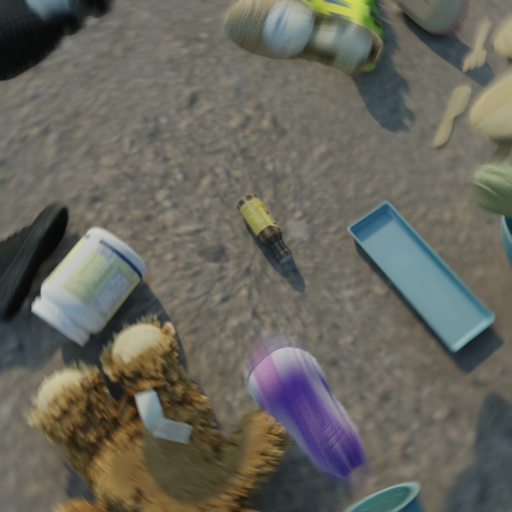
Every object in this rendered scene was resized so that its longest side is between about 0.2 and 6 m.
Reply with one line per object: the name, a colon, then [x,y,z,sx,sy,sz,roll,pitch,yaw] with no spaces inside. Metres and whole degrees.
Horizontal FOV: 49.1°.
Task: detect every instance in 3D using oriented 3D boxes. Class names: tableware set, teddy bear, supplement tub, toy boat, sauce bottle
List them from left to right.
supplement tub: [-2.399,0.444,8.071,1.042,1.042,1.437,31,71,12]
teddy bear: [-1.073,2.776,7.047,4.365,1.457,3.164,32,59,18]
sauce bottle: [0.146,-0.422,8.809,0.392,0.392,1.211,-30,73,-12]
toy boat: [3.354,-4.802,10.498,0.906,0.905,1.386,-22,66,-41]
tableware set: [3.380,-2.177,6.548,1.884,0.571,2.849,-10,41,44]

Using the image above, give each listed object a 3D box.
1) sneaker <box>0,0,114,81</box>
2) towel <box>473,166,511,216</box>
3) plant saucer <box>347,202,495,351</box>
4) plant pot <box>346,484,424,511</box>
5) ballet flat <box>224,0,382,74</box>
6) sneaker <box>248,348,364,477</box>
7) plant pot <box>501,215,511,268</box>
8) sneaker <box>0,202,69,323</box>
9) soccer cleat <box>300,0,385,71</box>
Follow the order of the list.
sneaker: [-2.688,-3.030,6.446,1.221,1.023,2.760,43,56,-9]
towel: [3.138,-0.590,5.813,1.623,1.204,0.296,10,85,25]
plant saucer: [2.476,0.281,8.595,0.855,0.232,2.447,-34,70,-13]
plant pot: [1.713,3.568,6.786,1.140,1.140,1.117,-24,77,-10]
ballet flat: [0.650,-2.645,6.643,2.054,0.671,0.724,0,103,-26]
sneaker: [0.573,1.587,5.459,0.690,1.716,0.759,-38,34,-1]
plant pot: [4.545,-0.071,7.937,2.163,1.457,2.163,-7,51,9]
sneaker: [-3.912,0.059,8.407,1.247,0.718,2.391,22,72,4]
soccer cleat: [1.527,-4.673,10.426,1.329,1.027,3.177,-16,69,24]
